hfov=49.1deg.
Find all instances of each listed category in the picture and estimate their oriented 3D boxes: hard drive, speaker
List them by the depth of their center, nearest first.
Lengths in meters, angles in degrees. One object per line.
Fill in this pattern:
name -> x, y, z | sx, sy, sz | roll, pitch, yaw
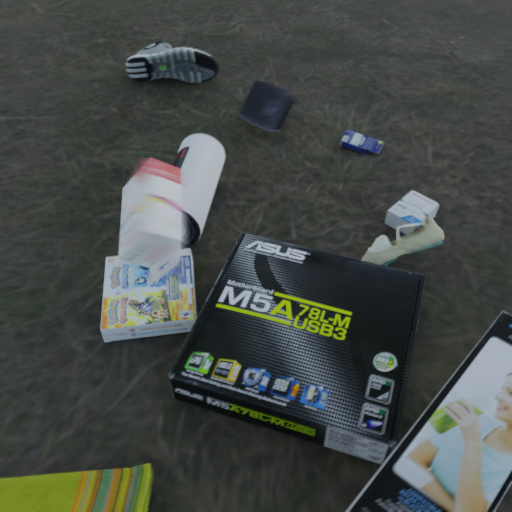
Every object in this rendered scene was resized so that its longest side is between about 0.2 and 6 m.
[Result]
speaker -> -1.267, -1.308, 10.757 | 0.984, 0.984, 2.423 | 6, 45, 6
hard drive -> 0.241, -3.389, 12.734 | 0.308, 0.982, 1.456 | 18, 15, -40

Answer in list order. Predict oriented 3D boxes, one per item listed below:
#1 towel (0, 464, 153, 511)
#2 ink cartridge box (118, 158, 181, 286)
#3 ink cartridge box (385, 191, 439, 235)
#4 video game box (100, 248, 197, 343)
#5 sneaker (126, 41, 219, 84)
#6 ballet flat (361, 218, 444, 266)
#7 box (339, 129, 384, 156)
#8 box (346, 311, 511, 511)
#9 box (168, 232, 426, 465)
towel -> -2.516, 3.016, 6.620 | 2.489, 0.225, 1.071 | -5, 29, 1
ink cartridge box -> -1.691, -0.522, 8.893 | 0.594, 1.025, 1.761 | 17, 54, -34
ink cartridge box -> 2.964, -0.802, 10.664 | 0.622, 0.365, 0.850 | 34, 53, 29
video game box -> -1.756, 0.603, 9.228 | 1.477, 0.379, 1.621 | -8, 46, -3
sneaker -> -2.127, -5.288, 14.856 | 2.448, 0.918, 1.413 | 3, 43, 4
ballet flat -> 2.396, -0.199, 9.631 | 1.632, 0.567, 0.567 | -23, 47, 1
box -> 2.357, -2.518, 12.528 | 0.887, 0.144, 0.537 | 21, 48, 12
box -> 2.209, 2.455, 6.230 | 1.040, 2.017, 3.458 | 32, 54, 31
box -> 0.737, 1.164, 8.399 | 3.157, 0.750, 3.049 | 14, 50, 14
